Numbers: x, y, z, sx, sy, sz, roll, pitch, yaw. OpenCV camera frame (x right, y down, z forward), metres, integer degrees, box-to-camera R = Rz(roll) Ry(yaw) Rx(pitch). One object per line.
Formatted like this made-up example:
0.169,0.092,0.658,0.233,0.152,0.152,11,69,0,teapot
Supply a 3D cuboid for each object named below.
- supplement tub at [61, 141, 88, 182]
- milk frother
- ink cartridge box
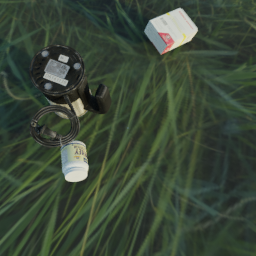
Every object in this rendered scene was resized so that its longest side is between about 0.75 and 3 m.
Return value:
-1.180,0.733,6.196,0.562,0.562,0.775,-10,54,-6,supplement tub
-1.560,-0.530,6.694,1.820,1.897,2.017,38,78,8,milk frother
1.340,-3.009,8.690,1.325,0.553,0.962,-30,81,-24,ink cartridge box
